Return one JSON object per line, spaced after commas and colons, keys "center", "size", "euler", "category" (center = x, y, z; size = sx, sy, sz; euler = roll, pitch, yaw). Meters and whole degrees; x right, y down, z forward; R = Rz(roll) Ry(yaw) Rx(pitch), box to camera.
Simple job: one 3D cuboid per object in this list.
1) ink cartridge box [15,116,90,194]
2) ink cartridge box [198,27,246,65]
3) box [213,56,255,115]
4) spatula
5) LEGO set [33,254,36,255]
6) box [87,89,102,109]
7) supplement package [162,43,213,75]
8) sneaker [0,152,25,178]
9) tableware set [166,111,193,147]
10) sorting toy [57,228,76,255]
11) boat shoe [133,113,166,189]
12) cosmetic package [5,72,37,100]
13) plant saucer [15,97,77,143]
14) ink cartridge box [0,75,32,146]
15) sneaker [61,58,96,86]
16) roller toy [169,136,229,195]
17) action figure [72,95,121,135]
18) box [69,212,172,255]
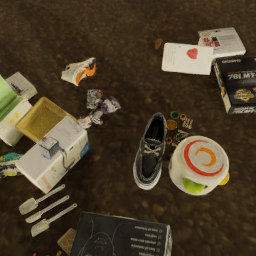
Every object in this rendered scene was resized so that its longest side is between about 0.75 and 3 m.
{"center": [-2.527, 0.961, 9.853], "size": [1.001, 1.706, 2.330], "euler": [36, 67, 14], "category": "ink cartridge box"}
{"center": [4.243, -3.796, 13.033], "size": [1.792, 0.751, 1.573], "euler": [-7, 61, -4], "category": "ink cartridge box"}
{"center": [5.324, -1.902, 12.063], "size": [2.690, 0.668, 2.670], "euler": [-3, 62, -2], "category": "box"}
{"center": [-2.778, 2.766, 9.766], "size": [1.734, 0.139, 1.206], "euler": [-31, 64, -16], "category": "spatula"}
{"center": [-2.675, 4.205, 8.839], "size": [0.961, 0.366, 0.394], "euler": [19, 63, 9], "category": "LEGO set"}
{"center": [-1.422, -1.227, 11.942], "size": [0.621, 0.181, 0.906], "euler": [-1, 61, 0], "category": "box"}
{"center": [1.861, -2.201, 8.911], "size": [1.413, 0.846, 0.857], "euler": [5, 104, 0], "category": "supplement package"}
{"center": [-4.488, 1.326, 10.335], "size": [2.096, 0.812, 0.835], "euler": [-3, 36, -1], "category": "sneaker"}
{"center": [1.952, 0.024, 11.224], "size": [1.026, 0.234, 1.524], "euler": [22, 64, 12], "category": "tableware set"}
{"center": [-1.955, 3.863, 9.177], "size": [0.703, 0.126, 0.944], "euler": [40, 68, 15], "category": "sorting toy"}
{"center": [0.896, 0.766, 10.374], "size": [1.047, 0.989, 2.918], "euler": [15, 62, 8], "category": "boat shoe"}
{"center": [-4.960, -1.487, 11.955], "size": [1.261, 0.432, 1.672], "euler": [39, 68, 22], "category": "cosmetic package"}
{"center": [-3.187, -0.115, 11.030], "size": [1.695, 0.411, 1.695], "euler": [35, 66, 1], "category": "plant saucer"}
{"center": [-4.523, -0.612, 10.438], "size": [0.539, 2.246, 1.634], "euler": [20, 61, 32], "category": "ink cartridge box"}
{"center": [-1.844, -2.264, 10.584], "size": [0.848, 0.698, 1.844], "euler": [17, 35, 11], "category": "sneaker"}
{"center": [2.436, 1.333, 9.829], "size": [2.004, 1.400, 1.828], "euler": [-18, 61, -20], "category": "roller toy"}
{"center": [-1.089, -0.362, 8.884], "size": [1.771, 0.614, 1.152], "euler": [-44, 26, -28], "category": "action figure"}
{"center": [-0.253, 4.046, 7.849], "size": [2.687, 1.665, 2.641], "euler": [4, 55, 15], "category": "box"}
